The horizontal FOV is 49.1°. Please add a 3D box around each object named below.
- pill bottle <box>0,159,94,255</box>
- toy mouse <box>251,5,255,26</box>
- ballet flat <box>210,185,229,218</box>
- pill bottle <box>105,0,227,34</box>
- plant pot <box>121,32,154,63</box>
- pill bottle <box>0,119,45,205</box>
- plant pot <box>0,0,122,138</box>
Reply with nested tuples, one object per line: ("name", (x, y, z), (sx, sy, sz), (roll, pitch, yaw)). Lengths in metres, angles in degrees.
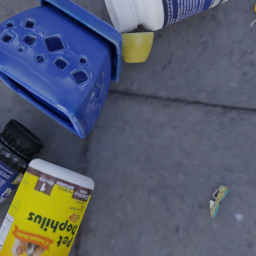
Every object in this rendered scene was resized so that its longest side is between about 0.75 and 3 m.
("pill bottle", (-1.886, 2.183, 5.992), (1.522, 1.522, 2.787), (20, 79, 3))
("toy mouse", (3.790, -2.985, 7.500), (0.988, 0.215, 1.112), (39, 84, 6))
("ballet flat", (2.146, 1.759, 6.787), (0.289, 0.289, 0.819), (30, 83, 4))
("pill bottle", (0.951, -3.410, 6.826), (2.963, 1.646, 1.646), (-24, 82, -3))
("plant pot", (0.172, -2.025, 7.074), (0.982, 0.982, 0.697), (-3, 108, 0))
("pill bottle", (-3.036, 0.939, 6.382), (1.265, 1.265, 2.262), (40, 83, 6))
("plant pot", (-1.400, -1.381, 6.252), (2.353, 2.353, 2.116), (33, 77, 5))
